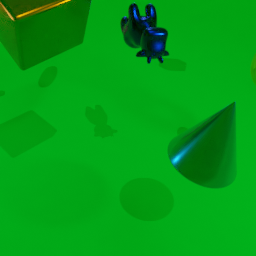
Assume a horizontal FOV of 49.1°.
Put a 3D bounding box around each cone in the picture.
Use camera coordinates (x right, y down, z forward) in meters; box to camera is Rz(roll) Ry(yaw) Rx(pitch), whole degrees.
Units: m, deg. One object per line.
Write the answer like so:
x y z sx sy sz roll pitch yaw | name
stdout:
1.319 0.076 4.152 1.159 1.163 1.159 10 39 -8 | cone

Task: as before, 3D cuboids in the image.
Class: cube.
-1.521 -1.981 4.502 1.285 1.285 1.285 -34 82 -25 | cube

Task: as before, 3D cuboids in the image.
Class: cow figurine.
0.308 -1.821 5.643 0.713 1.278 1.299 -8 -2 -21 | cow figurine

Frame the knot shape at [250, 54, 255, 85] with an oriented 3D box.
3.078 -1.218 4.840 1.666 1.559 0.770 34 55 24 | knot shape
